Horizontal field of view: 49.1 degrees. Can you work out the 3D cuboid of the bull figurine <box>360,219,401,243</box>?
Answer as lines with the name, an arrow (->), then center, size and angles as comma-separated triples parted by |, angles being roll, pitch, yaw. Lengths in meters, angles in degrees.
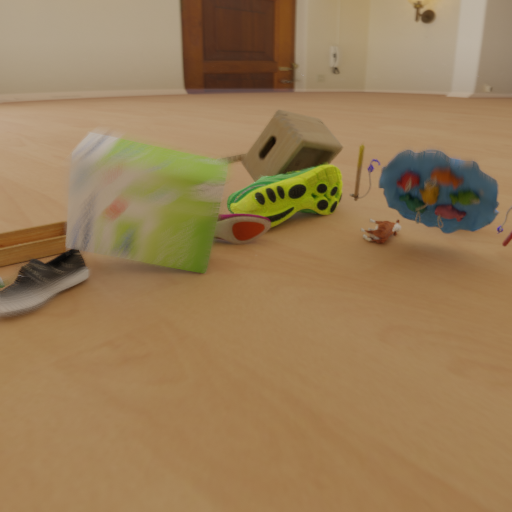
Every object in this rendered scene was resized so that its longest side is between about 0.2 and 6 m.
bull figurine -> 2.727, -0.563, 12.215 | 0.665, 0.357, 1.096 | 9, 22, 27

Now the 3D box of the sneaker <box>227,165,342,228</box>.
sneaker -> 0.779, -1.561, 13.470 | 3.483, 1.290, 1.456 | -15, 26, -39

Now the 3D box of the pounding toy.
pounding toy -> 0.566, -2.635, 14.609 | 2.079, 2.258, 1.605 | -4, 53, -48

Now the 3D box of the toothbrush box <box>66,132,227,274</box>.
toothbrush box -> -1.971, -0.943, 10.199 | 2.597, 1.891, 1.118 | 12, 29, -5

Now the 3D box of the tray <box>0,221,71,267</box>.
tray -> -4.632, -0.239, 11.350 | 2.111, 0.391, 1.041 | -15, 25, -35

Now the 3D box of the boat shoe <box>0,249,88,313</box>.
boat shoe -> -3.587, 0.345, 9.296 | 0.691, 0.654, 1.975 | -1, 16, 31

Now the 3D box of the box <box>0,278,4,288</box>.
box -> -4.735, 0.318, 8.524 | 1.388, 1.002, 0.252 | -24, 32, -19

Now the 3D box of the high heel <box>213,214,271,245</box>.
high heel -> -0.782, -0.731, 12.042 | 2.138, 0.721, 1.028 | -5, 32, -4

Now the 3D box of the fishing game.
fishing game -> 3.467, -1.099, 10.735 | 3.390, 2.427, 0.527 | 21, 65, 12
